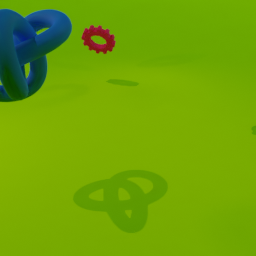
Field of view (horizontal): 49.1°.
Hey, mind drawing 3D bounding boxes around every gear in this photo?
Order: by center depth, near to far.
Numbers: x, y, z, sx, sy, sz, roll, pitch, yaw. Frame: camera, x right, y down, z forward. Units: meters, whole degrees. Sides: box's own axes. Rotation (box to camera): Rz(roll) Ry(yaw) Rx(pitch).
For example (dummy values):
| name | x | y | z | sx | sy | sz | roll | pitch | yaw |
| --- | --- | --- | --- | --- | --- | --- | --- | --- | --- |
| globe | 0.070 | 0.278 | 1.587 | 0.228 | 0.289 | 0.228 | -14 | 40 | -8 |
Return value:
| name | x | y | z | sx | sy | sz | roll | pitch | yaw |
| --- | --- | --- | --- | --- | --- | --- | --- | --- | --- |
| gear | -1.157 | -3.468 | 11.055 | 1.320 | 1.320 | 0.244 | 6 | 63 | 11 |

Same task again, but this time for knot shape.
| name | x | y | z | sx | sy | sz | roll | pitch | yaw |
| --- | --- | --- | --- | --- | --- | --- | --- | --- | --- |
| knot shape | -1.627 | -1.064 | 4.187 | 0.865 | 1.872 | 1.752 | 33 | 7 | -14 |
